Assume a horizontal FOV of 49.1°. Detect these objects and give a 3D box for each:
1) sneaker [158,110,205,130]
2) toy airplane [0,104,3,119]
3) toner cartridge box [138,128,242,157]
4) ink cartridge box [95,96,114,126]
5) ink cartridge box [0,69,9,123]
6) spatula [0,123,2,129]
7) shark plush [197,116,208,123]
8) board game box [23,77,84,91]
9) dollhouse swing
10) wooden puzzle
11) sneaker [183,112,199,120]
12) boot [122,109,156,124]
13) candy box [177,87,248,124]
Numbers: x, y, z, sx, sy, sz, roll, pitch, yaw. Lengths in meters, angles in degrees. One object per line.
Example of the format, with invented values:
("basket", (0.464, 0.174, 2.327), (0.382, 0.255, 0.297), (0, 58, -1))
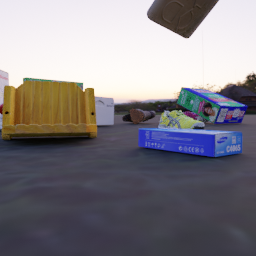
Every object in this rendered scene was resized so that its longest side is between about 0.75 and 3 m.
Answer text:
("sneaker", (1.170, -0.148, 6.472), (0.522, 0.529, 1.384), (-1, 3, -34))
("toy airplane", (-2.668, -0.426, 7.259), (1.259, 0.889, 1.254), (-10, -17, -20))
("toner cartridge box", (0.730, 0.149, 3.523), (0.572, 0.260, 1.204), (-3, 4, -40))
("ink cartridge box", (-1.944, -0.598, 9.946), (2.425, 1.019, 1.769), (2, 4, 35))
("ink cartridge box", (-4.434, -0.963, 9.180), (0.767, 1.838, 1.334), (0, 3, -6))
("spatula", (-2.920, -0.002, 7.526), (2.327, 0.187, 1.618), (6, 5, 33))
("shark plush", (3.338, -0.300, 12.686), (0.427, 0.466, 1.025), (20, -15, 8))
("board game box", (-3.263, -1.194, 12.603), (2.866, 1.928, 0.417), (-3, 4, -44))
("dollhouse swing", (-1.336, -0.416, 4.865), (1.613, 1.465, 1.418), (0, -18, -15))
("wooden puzzle", (1.263, -2.845, 6.288), (1.479, 1.370, 0.342), (10, 40, -41))
("sneaker", (3.728, -0.682, 16.659), (1.285, 0.523, 0.567), (8, 0, -15))
("boot", (0.633, -0.528, 11.812), (1.287, 0.618, 1.761), (-8, 2, -32))
("candy box", (3.617, -1.009, 12.213), (1.928, 0.878, 2.280), (-2, 25, -37))
